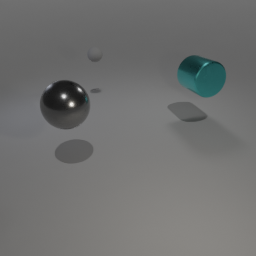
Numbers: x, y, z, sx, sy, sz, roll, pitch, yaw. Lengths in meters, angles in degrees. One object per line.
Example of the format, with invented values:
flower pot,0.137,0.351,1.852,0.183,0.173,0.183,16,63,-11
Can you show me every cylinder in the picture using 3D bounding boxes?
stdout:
cylinder,2.881,-2.065,11.085,1.400,1.400,1.400,-10,26,-17

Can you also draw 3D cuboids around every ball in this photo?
ball,-1.544,-3.428,13.056,0.700,0.700,0.700,0,29,0
ball,-1.775,-0.656,7.959,1.400,1.400,1.400,0,29,0
